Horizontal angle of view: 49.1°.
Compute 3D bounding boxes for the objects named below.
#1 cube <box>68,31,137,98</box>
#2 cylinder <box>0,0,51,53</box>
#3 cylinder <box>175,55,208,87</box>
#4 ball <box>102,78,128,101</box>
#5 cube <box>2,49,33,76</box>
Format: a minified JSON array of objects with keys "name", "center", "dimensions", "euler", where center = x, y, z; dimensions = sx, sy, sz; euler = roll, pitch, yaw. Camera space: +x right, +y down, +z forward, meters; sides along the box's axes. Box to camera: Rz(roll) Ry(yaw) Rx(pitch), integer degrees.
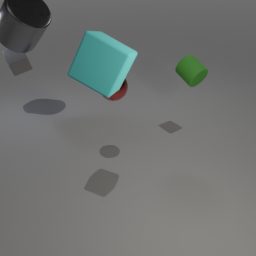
[{"name":"cube","center":[-0.365,-0.980,4.242],"dimensions":[0.700,0.700,0.700],"euler":[30,21,1]},{"name":"cylinder","center":[-3.371,-3.362,8.931],"dimensions":[1.400,1.400,1.400],"euler":[-33,2,-44]},{"name":"cylinder","center":[1.906,-1.712,8.405],"dimensions":[0.700,0.700,0.700],"euler":[-21,61,-32]},{"name":"ball","center":[-0.353,-1.002,6.752],"dimensions":[0.700,0.700,0.700],"euler":[0,30,0]},{"name":"cube","center":[-4.013,-2.463,10.191],"dimensions":[0.700,0.700,0.700],"euler":[-26,71,-13]}]
